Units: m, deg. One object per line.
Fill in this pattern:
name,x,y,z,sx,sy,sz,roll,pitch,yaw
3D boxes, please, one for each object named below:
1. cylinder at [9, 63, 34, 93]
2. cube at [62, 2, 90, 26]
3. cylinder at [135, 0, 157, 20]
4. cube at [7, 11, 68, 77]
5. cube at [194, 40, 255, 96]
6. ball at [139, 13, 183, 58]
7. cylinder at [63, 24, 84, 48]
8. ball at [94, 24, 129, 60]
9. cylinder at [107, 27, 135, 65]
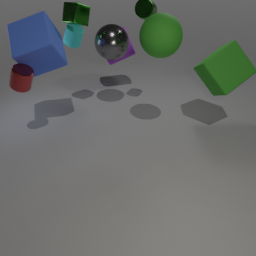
cylinder,-3.532,-1.659,9.297,0.700,0.700,0.700,16,41,-15
cube,-1.908,-4.188,10.319,0.700,0.700,0.700,20,18,35
cylinder,0.676,-4.389,10.392,0.700,0.700,0.700,10,17,16
cube,-3.129,-2.886,9.792,1.400,1.400,1.400,-18,71,5
cube,3.555,-2.170,10.430,1.400,1.400,1.400,-38,5,2
ball,1.069,-2.986,9.078,1.400,1.400,1.400,0,31,0
cylinder,-2.169,-3.672,11.143,0.700,0.700,0.700,14,45,-14
ball,-0.646,-3.443,11.270,1.400,1.400,1.400,0,31,0
cylinder,-0.533,-4.021,13.766,1.400,1.400,1.400,-23,31,6
